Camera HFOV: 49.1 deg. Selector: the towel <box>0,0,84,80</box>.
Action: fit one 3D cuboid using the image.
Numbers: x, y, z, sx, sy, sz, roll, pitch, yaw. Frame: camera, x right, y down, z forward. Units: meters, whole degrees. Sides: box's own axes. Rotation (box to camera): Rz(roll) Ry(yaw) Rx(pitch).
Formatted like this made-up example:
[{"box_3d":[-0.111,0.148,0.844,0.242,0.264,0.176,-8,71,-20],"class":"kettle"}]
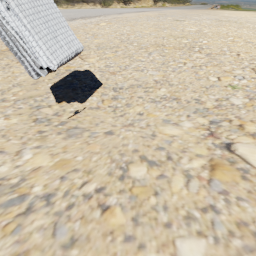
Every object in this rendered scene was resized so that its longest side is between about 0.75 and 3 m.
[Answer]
[{"box_3d":[-2.913,-3.120,8.892,1.204,2.814,2.330,-24,22,28],"class":"towel"}]
